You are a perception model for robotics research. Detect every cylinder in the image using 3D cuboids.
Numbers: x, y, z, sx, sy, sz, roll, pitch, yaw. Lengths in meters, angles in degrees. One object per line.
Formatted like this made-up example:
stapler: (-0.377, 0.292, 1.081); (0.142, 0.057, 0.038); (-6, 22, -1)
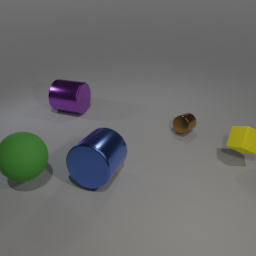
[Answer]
cylinder: (-2.577, -1.413, 12.518); (1.400, 1.400, 1.400); (10, 31, 17)
cylinder: (2.213, -0.194, 10.943); (0.700, 0.700, 0.700); (22, 24, 33)
cylinder: (-0.901, 0.861, 8.420); (1.400, 1.400, 1.400); (10, 24, 18)

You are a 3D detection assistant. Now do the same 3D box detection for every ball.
ball: (-2.976, 0.803, 7.923); (1.400, 1.400, 1.400); (0, 30, 0)

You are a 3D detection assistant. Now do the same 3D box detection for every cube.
cube: (3.684, 0.380, 8.837); (0.700, 0.700, 0.700); (22, -8, -21)
